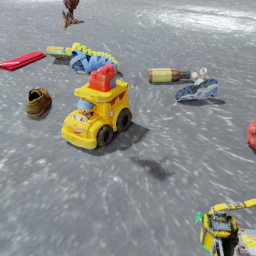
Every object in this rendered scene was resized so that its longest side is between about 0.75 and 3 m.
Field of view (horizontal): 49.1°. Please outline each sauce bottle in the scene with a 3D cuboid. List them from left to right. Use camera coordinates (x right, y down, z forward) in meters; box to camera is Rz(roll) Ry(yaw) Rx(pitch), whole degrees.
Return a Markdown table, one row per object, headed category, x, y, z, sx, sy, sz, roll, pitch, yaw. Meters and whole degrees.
| category | x | y | z | sx | sy | sz | roll | pitch | yaw |
| --- | --- | --- | --- | --- | --- | --- | --- | --- | --- |
| sauce bottle | 1.506 | -1.928 | 10.283 | 1.555 | 0.513 | 0.513 | 0 | 32 | -2 |

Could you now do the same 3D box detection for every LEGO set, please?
| category | x | y | z | sx | sy | sz | roll | pitch | yaw |
| --- | --- | --- | --- | --- | --- | --- | --- | --- | --- |
| LEGO set | 2.224 | 1.630 | 3.674 | 2.655 | 1.538 | 2.041 | 9 | 33 | 14 |

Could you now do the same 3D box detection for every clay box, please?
| category | x | y | z | sx | sy | sz | roll | pitch | yaw |
| --- | --- | --- | --- | --- | --- | --- | --- | --- | --- |
| clay box | -2.646 | -3.220 | 12.123 | 1.463 | 0.348 | 0.841 | 8 | 2 | 12 |

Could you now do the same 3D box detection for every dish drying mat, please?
| category | x | y | z | sx | sy | sz | roll | pitch | yaw |
| --- | --- | --- | --- | --- | --- | --- | --- | --- | --- |
| dish drying mat | -4.571 | -2.961 | 12.175 | 0.836 | 0.198 | 2.176 | 14 | 35 | 23 |

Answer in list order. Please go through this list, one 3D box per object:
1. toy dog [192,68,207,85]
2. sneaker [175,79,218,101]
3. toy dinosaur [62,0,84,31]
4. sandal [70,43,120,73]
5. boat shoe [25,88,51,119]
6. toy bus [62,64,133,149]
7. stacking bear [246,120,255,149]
| category | x | y | z | sx | sy | sz | roll | pitch | yaw |
| --- | --- | --- | --- | --- | --- | --- | --- | --- | --- |
| toy dog | 2.560 | -1.522 | 9.634 | 0.641 | 0.468 | 0.972 | -24 | 52 | 36 |
| sneaker | 2.206 | -1.084 | 8.966 | 1.421 | 0.547 | 0.538 | -16 | 34 | 7 |
| toy dinosaur | -1.044 | -2.346 | 5.126 | 0.522 | 0.824 | 1.216 | 11 | -10 | 3 |
| sandal | -1.386 | -2.541 | 11.099 | 2.259 | 0.898 | 0.984 | 21 | 72 | 19 |
| boat shoe | -2.760 | -0.939 | 8.636 | 0.603 | 0.569 | 1.675 | -4 | 33 | -7 |
| toy bus | -0.766 | -0.634 | 7.044 | 1.269 | 1.796 | 1.870 | 21 | 39 | 27 |
| stacking bear | 3.920 | 0.142 | 6.409 | 2.208 | 1.341 | 1.256 | 1 | 70 | 16 |
